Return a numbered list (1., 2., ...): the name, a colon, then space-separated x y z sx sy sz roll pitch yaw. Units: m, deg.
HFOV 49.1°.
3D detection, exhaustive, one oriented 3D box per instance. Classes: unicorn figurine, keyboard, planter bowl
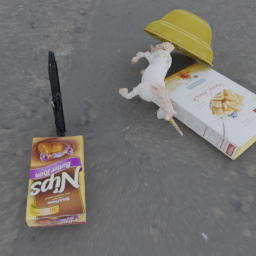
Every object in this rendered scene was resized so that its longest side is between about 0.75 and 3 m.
1. unicorn figurine: 0.637 -1.177 7.425 0.941 2.547 1.749 10 -3 -41
2. keyboard: -1.572 -0.530 6.317 0.222 2.156 1.370 -6 46 -10
3. planter bowl: 1.728 -2.856 8.439 2.411 1.004 2.411 26 15 -8

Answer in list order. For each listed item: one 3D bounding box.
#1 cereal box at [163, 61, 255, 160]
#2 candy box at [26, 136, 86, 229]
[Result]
1. cereal box: 2.332 -0.644 7.590 2.060 0.566 2.864 -31 55 -30
2. candy box: -1.469 1.066 5.915 1.106 0.535 1.895 -3 53 -9
